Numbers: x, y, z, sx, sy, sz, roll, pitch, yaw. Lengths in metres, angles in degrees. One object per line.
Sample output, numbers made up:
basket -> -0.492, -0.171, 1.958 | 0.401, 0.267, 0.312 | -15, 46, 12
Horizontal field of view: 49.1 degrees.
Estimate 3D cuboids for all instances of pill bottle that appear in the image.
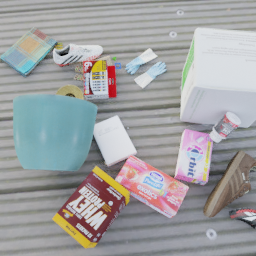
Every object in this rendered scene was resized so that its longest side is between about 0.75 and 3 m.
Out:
pill bottle -> 3.438, -0.002, 10.018 | 0.607, 1.097, 0.607 | 23, 36, -17

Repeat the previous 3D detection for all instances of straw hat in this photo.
straw hat -> -2.356, -1.090, 11.439 | 1.244, 0.526, 1.244 | 0, 75, 1

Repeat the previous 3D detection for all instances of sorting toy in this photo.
sorting toy -> -1.060, -2.615, 12.124 | 1.535, 0.209, 0.864 | -17, 81, -2

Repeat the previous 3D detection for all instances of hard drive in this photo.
hard drive -> -0.583, 0.466, 10.807 | 1.196, 0.230, 1.813 | -23, 60, -9

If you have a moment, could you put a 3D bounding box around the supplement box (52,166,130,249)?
supplement box -> -1.080, 2.634, 9.115 | 1.336, 1.985, 2.013 | 36, 72, 13

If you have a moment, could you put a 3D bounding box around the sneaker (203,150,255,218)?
sneaker -> 3.746, 2.098, 9.867 | 1.066, 0.994, 2.823 | 34, 72, 13

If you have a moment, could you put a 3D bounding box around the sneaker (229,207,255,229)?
sneaker -> 4.266, 3.141, 9.693 | 1.473, 0.521, 0.719 | 2, 66, -1

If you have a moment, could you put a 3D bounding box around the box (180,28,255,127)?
box -> 3.592, -1.732, 10.433 | 2.881, 2.867, 2.468 | 5, 68, 2

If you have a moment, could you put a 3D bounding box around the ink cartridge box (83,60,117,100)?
ink cartridge box -> -1.154, -2.004, 11.594 | 1.313, 0.627, 1.496 | -4, 80, -1

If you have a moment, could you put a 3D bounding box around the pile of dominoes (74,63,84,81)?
pile of dominoes -> -1.734, -2.426, 12.172 | 1.142, 0.182, 0.890 | 12, 68, 5

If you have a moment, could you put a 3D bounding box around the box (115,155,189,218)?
box -> 0.794, 2.066, 9.800 | 2.285, 1.173, 1.082 | 28, 70, 12

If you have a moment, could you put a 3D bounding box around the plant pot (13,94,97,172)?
plant pot -> -2.573, 0.325, 9.738 | 2.886, 2.886, 2.316 | 2, 81, 1

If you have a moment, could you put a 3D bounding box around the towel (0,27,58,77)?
towel -> -4.428, -3.465, 12.529 | 1.616, 0.239, 2.203 | 34, 73, 13

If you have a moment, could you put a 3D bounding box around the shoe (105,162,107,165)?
shoe -> -0.472, 1.164, 10.662 | 0.903, 0.241, 0.316 | -21, 69, -8

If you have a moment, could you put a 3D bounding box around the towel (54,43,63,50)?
towel -> -3.147, -3.474, 12.659 | 0.382, 0.080, 0.887 | -6, 68, -2

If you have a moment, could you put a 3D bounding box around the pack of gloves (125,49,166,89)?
pack of gloves -> 0.794, -2.688, 12.209 | 1.631, 0.322, 1.370 | -39, 72, -14

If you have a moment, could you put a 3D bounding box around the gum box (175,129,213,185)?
gum box -> 2.483, 1.028, 10.491 | 1.100, 0.641, 1.938 | 13, 68, 5

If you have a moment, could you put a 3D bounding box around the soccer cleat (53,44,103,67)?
soccer cleat -> -2.155, -3.259, 12.090 | 2.171, 0.925, 0.745 | -13, 63, -5
